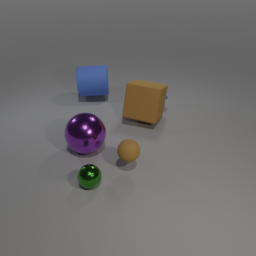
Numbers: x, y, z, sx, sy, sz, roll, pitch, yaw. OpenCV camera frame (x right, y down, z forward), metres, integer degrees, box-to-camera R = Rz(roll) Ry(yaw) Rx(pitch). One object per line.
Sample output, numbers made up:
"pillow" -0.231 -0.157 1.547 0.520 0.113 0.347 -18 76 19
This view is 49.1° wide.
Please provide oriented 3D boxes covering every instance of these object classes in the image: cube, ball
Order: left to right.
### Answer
"ball" -1.447 0.179 9.519 1.400 1.400 1.400 0 29 0
"ball" -1.107 1.391 8.082 0.700 0.700 0.700 0 29 0
"ball" 0.023 0.685 8.487 0.700 0.700 0.700 0 29 0
"cube" 0.713 -1.119 11.460 1.400 1.400 1.400 13 18 15

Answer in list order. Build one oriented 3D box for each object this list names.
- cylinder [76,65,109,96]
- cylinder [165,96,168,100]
"cylinder" -1.663 -2.248 13.365 1.400 1.400 1.400 -4 29 -1
"cylinder" 1.307 -1.386 12.642 0.700 0.700 0.700 -42 33 6
